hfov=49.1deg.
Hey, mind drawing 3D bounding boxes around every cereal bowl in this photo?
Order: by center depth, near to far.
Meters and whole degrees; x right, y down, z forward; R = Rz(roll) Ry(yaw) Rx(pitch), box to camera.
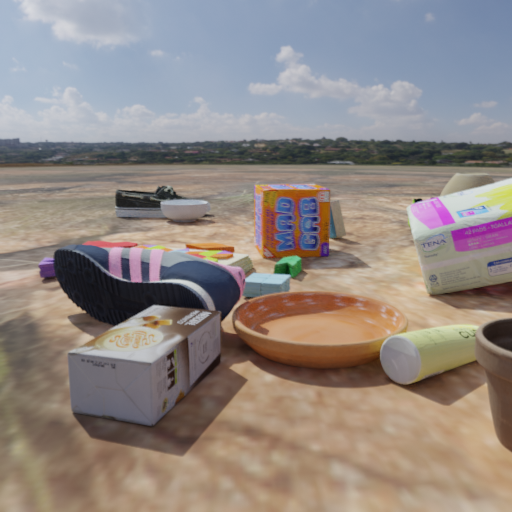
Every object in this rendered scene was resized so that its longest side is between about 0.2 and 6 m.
[{"bbox_3d":[-1.905,-1.181,14.893,1.234,0.514,1.234,0,11,0],"label":"cereal bowl"}]

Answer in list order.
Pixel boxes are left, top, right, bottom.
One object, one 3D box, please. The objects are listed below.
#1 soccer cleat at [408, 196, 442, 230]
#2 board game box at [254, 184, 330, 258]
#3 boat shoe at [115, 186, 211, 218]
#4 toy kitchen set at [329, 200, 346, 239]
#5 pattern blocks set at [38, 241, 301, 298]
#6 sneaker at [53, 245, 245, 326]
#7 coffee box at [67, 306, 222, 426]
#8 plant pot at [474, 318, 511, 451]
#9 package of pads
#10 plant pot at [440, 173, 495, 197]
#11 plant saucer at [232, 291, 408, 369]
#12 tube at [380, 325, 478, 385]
[{"bbox_3d":[4.179,-0.836,12.304,0.730,0.876,2.161,-7,13,-30],"label":"soccer cleat"},{"bbox_3d":[0.652,-0.699,10.696,1.249,1.248,1.250,-1,12,-7],"label":"board game box"},{"bbox_3d":[-2.619,-1.541,15.783,2.673,0.851,0.945,-2,12,-10],"label":"boat shoe"},{"bbox_3d":[1.187,-0.690,12.508,1.093,0.804,1.365,-13,1,-14],"label":"toy kitchen set"},{"bbox_3d":[-1.343,0.130,8.886,4.090,0.331,3.595,2,11,6],"label":"pattern blocks set"},{"bbox_3d":[-1.281,0.299,6.605,2.541,0.891,1.042,15,29,31],"label":"sneaker"},{"bbox_3d":[-0.886,0.877,4.831,0.763,0.532,1.334,4,12,19],"label":"coffee box"},{"bbox_3d":[1.971,0.940,3.871,0.916,0.798,0.916,0,12,0],"label":"plant pot"},{"bbox_3d":[3.711,-0.470,8.751,2.461,1.086,3.185,-14,9,15],"label":"package of pads"},{"bbox_3d":[5.911,-1.654,15.440,1.833,1.230,1.833,-1,12,0],"label":"plant pot"},{"bbox_3d":[0.654,0.760,5.905,1.824,0.341,1.824,0,13,0],"label":"plant saucer"},{"bbox_3d":[1.880,0.847,5.382,1.705,0.443,0.495,-3,49,-39],"label":"tube"}]
